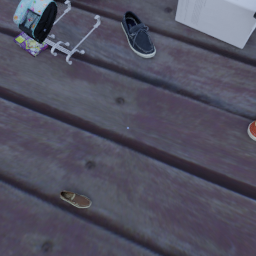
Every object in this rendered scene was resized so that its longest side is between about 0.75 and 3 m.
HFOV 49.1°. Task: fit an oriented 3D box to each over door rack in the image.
[{"bbox_3d":[-1.969,-3.186,9.499,1.415,0.638,1.915,30,78,12],"label":"over door rack"}]

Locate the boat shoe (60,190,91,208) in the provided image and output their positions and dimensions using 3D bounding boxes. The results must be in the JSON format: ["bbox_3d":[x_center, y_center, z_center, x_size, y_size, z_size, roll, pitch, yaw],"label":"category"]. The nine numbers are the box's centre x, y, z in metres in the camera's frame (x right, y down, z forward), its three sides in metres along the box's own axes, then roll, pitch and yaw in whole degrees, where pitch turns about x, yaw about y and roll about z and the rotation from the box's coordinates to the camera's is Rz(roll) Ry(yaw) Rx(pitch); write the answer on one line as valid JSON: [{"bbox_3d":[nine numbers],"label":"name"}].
[{"bbox_3d":[-1.380,1.837,7.248,0.863,0.319,0.319,14,65,7],"label":"boat shoe"}]

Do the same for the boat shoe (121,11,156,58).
[{"bbox_3d":[0.329,-3.217,9.582,0.740,0.618,1.985,-21,67,-12],"label":"boat shoe"}]

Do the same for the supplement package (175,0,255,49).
[{"bbox_3d":[3.219,-4.230,9.517,2.637,1.599,1.579,30,67,14],"label":"supplement package"}]

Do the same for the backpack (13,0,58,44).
[{"bbox_3d":[-2.056,-2.535,6.353,0.737,0.845,0.961,36,93,0],"label":"backpack"}]

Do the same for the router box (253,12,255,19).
[{"bbox_3d":[4.306,-2.880,6.157,0.608,1.775,2.380,2,33,-43],"label":"router box"}]

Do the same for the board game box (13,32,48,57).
[{"bbox_3d":[-3.373,-2.945,9.708,1.077,0.174,0.647,38,74,17],"label":"board game box"}]

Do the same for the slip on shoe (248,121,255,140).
[{"bbox_3d":[4.579,-0.301,8.096,2.297,0.703,0.851,-20,64,-11],"label":"slip on shoe"}]
